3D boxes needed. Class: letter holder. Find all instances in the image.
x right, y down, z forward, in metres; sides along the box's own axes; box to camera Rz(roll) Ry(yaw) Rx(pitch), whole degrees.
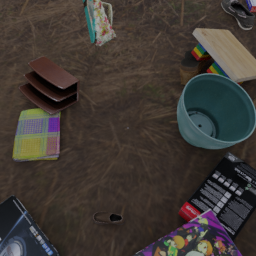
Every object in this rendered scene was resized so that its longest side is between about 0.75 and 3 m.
[{"bbox_3d":[-2.869,-1.517,9.908,1.914,0.963,1.361,36,49,22],"label":"letter holder"}]

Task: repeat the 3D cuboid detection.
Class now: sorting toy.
[{"bbox_3d":[3.594,-2.516,10.317,2.356,0.825,2.370,-16,64,-41],"label":"sorting toy"}]

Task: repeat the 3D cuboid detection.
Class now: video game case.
[{"bbox_3d":[1.613,3.832,6.377,2.679,0.529,2.955,-28,64,-5],"label":"video game case"}]

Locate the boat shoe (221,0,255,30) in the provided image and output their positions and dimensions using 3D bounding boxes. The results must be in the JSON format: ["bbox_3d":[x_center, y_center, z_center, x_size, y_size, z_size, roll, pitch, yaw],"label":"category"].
[{"bbox_3d":[5.121,-5.469,12.919,0.770,0.657,2.304,-16,57,-10],"label":"boat shoe"}]

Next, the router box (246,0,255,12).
[{"bbox_3d":[6.422,-6.140,13.569,1.196,0.326,1.333,1,56,1],"label":"router box"}]

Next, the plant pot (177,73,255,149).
[{"bbox_3d":[2.510,-0.305,8.777,2.330,1.561,2.330,6,63,-11],"label":"plant pot"}]

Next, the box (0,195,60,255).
[{"bbox_3d":[-3.089,3.130,7.248,1.771,0.481,2.211,-37,64,-22],"label":"box"}]

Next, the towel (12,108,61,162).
[{"bbox_3d":[-3.010,0.189,9.384,1.480,0.235,2.061,-6,56,-3],"label":"towel"}]

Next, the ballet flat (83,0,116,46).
[{"bbox_3d":[-0.863,-3.467,7.679,0.750,2.347,0.888,-15,15,-17],"label":"ballet flat"}]

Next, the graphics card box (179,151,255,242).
[{"bbox_3d":[2.769,1.986,7.931,1.536,0.623,2.448,36,65,22],"label":"graphics card box"}]

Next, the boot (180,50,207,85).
[{"bbox_3d":[2.531,-2.389,10.853,0.890,0.913,2.419,18,39,22],"label":"boot"}]

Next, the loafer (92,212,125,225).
[{"bbox_3d":[-0.539,2.471,7.779,0.938,0.333,0.343,1,56,1],"label":"loafer"}]
